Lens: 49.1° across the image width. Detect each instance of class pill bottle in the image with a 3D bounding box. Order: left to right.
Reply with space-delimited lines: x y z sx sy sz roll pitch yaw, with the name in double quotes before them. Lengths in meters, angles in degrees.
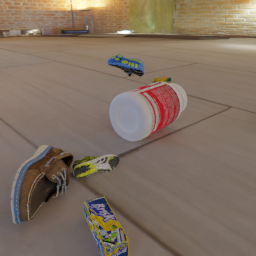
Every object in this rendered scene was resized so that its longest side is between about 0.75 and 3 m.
"pill bottle" 0.845 -0.711 9.750 1.611 1.611 2.869 18 28 35

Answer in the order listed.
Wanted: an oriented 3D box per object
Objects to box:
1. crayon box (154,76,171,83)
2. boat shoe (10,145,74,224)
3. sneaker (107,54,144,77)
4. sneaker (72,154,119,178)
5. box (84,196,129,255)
"crayon box" 1.951 -2.786 16.244 0.984 0.250 0.624 -20 30 -37
"boat shoe" -1.824 1.105 6.368 0.961 0.959 2.654 3 24 -1
"sneaker" -0.100 -2.019 9.243 1.518 0.629 0.538 24 59 33
"sneaker" -0.868 0.898 7.425 1.299 0.484 0.549 -11 26 -23
"box" -0.437 1.865 5.257 0.465 0.427 1.329 -10 26 -21
